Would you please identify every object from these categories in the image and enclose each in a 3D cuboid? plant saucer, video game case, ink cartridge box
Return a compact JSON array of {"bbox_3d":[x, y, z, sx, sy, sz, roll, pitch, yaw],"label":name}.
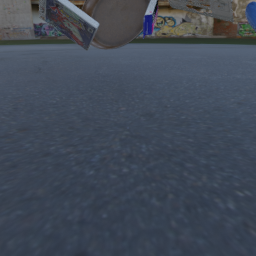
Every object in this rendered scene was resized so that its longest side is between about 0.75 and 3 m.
[{"bbox_3d":[-0.369,-4.128,10.018,2.977,2.977,0.478,11,-5,28],"label":"plant saucer"},{"bbox_3d":[-1.560,-2.750,7.168,1.582,0.182,1.441,33,-15,-11],"label":"video game case"},{"bbox_3d":[1.691,-3.715,6.769,2.016,0.623,2.485,27,-1,28],"label":"ink cartridge box"},{"bbox_3d":[0.560,-2.711,6.880,0.210,0.536,1.133,11,51,12],"label":"ink cartridge box"}]

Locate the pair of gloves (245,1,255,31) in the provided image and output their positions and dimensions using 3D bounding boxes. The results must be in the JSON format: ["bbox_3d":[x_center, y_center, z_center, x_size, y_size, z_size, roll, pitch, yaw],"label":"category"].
[{"bbox_3d":[1.855,-0.779,3.030,1.539,0.175,1.238,25,58,-16],"label":"pair of gloves"}]
